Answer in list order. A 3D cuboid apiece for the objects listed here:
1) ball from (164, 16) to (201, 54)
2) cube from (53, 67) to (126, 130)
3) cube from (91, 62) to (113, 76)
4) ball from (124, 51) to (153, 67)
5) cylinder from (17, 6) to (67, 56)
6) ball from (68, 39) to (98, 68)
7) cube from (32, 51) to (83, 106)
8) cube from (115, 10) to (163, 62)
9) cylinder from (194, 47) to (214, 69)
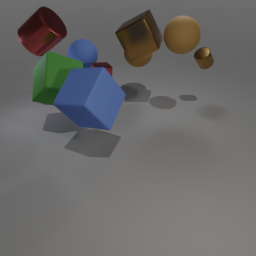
[{"bbox_3d":[2.072,-3.560,10.760,1.400,1.400,1.400,0,31,0],"label":"ball"},{"bbox_3d":[-1.175,-0.911,8.812,1.400,1.400,1.400,6,63,35],"label":"cube"},{"bbox_3d":[-1.076,-2.246,11.430,0.700,0.700,0.700,-7,31,-21],"label":"cube"},{"bbox_3d":[0.504,-3.691,13.714,1.400,1.400,1.400,0,31,0],"label":"ball"},{"bbox_3d":[-3.422,-3.846,11.234,1.400,1.400,1.400,-29,20,27],"label":"cylinder"},{"bbox_3d":[-2.136,-3.476,13.259,1.400,1.400,1.400,0,31,0],"label":"ball"},{"bbox_3d":[-2.587,-1.719,10.321,1.400,1.400,1.400,10,-23,-36],"label":"cube"},{"bbox_3d":[0.513,-3.920,11.915,1.400,1.400,1.400,-19,28,26],"label":"cube"},{"bbox_3d":[3.366,-3.081,12.402,0.700,0.700,0.700,-18,55,27],"label":"cylinder"}]
